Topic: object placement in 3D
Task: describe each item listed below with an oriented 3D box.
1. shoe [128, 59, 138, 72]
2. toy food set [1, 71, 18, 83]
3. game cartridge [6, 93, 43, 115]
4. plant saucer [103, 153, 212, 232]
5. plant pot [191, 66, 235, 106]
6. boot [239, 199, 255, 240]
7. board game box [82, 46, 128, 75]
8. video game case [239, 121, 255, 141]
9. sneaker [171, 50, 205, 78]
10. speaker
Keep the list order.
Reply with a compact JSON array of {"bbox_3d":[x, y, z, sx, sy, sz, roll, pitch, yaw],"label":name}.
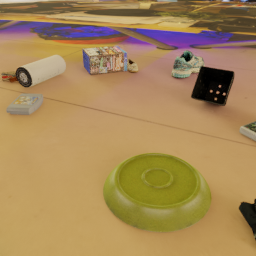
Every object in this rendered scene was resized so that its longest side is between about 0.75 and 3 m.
[{"bbox_3d":[0.173,-3.018,13.567,0.470,0.359,1.344,-7,31,-12],"label":"shoe"},{"bbox_3d":[-4.777,-2.286,12.259,1.651,0.260,1.050,-3,40,-5],"label":"toy food set"},{"bbox_3d":[-3.587,-0.885,9.986,0.923,0.288,1.387,-1,30,6],"label":"game cartridge"},{"bbox_3d":[0.641,1.217,6.213,2.400,0.373,2.400,0,29,0],"label":"plant saucer"},{"bbox_3d":[3.050,-1.368,9.846,1.179,1.176,1.046,18,0,28],"label":"plant pot"},{"bbox_3d":[2.796,1.734,5.208,1.190,0.454,1.000,-5,34,3],"label":"boot"},{"bbox_3d":[-1.123,-3.291,13.495,1.848,0.895,1.473,-10,31,-17],"label":"board game box"},{"bbox_3d":[4.721,0.257,7.999,1.987,0.255,2.186,-17,35,-28],"label":"video game case"},{"bbox_3d":[2.925,-3.089,12.999,0.938,1.044,2.418,20,36,31],"label":"sneaker"},{"bbox_3d":[-3.680,-2.484,12.078,0.895,0.895,2.205,14,32,24],"label":"speaker"}]
